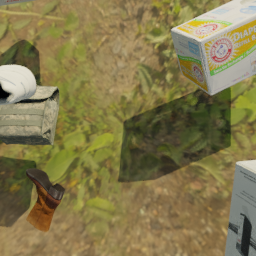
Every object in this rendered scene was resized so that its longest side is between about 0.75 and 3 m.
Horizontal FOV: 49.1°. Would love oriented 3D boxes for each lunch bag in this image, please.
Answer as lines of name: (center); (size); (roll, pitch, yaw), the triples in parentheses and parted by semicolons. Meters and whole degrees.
lunch bag: (-2.411, -0.400, 6.829); (1.250, 0.896, 1.525); (1, 69, 6)

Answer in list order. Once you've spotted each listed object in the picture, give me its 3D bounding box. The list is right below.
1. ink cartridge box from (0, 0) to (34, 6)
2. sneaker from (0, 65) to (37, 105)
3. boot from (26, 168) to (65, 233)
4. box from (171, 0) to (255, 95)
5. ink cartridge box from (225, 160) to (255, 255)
ink cartridge box: (-2.325, -4.189, 6.947); (1.862, 2.576, 1.090); (-29, 103, -35)
sneaker: (-2.642, -0.702, 4.620); (2.064, 0.899, 0.769); (-3, 111, 3)
boot: (-1.663, 1.322, 5.198); (0.899, 0.327, 0.955); (29, 107, 10)
box: (2.791, -2.262, 7.093); (2.849, 1.444, 1.603); (-25, 33, -2)
ink cartridge box: (2.776, 1.730, 5.155); (1.575, 0.914, 2.183); (-3, 104, -17)
